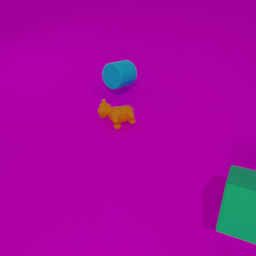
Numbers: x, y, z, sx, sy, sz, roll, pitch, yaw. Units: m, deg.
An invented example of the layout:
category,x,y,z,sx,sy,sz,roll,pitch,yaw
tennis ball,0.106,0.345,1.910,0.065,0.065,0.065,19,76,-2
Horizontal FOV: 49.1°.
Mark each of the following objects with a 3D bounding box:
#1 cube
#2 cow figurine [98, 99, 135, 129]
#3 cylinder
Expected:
category,x,y,z,sx,sy,sz,roll,pitch,yaw
cube,2.131,1.320,4.863,0.920,0.920,0.920,13,18,22
cow figurine,-0.327,-0.452,7.748,0.974,0.535,0.959,-18,55,-3
cylinder,-0.251,-1.615,8.447,0.762,0.762,0.762,33,36,27
